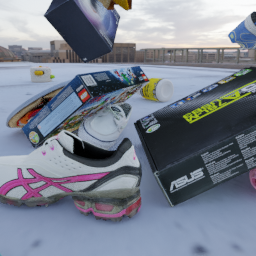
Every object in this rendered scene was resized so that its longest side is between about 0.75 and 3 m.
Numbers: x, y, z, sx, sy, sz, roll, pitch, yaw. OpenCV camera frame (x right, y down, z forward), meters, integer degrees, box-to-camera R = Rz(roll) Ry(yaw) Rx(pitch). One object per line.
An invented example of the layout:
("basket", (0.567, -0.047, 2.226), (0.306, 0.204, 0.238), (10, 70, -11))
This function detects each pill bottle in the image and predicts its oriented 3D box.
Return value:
("pill bottle", (1.070, -1.689, 12.089), (0.948, 0.948, 1.686), (-12, 18, -35))

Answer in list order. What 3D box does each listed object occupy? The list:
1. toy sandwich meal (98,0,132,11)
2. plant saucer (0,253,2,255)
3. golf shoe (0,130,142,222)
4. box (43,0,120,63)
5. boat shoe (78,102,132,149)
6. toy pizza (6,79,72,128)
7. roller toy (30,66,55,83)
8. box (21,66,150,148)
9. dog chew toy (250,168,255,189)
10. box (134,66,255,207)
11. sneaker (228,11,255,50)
("toy sandwich meal", (-0.080, -1.786, 2.826), (0.441, 1.288, 1.288), (0, 15, -11))
("plant saucer", (-1.661, 1.441, 2.480), (1.082, 0.148, 1.082), (0, 15, 0))
("golf shoe", (-0.988, 0.525, 3.961), (2.441, 1.124, 0.886), (3, 16, 13))
("box", (-1.351, -3.620, 9.100), (1.255, 2.036, 2.020), (-15, 48, 29))
("boat shoe", (-0.457, -0.209, 6.605), (0.865, 0.785, 2.351), (32, 18, 0))
("toy pizza", (-1.919, -0.532, 7.290), (2.486, 0.394, 2.486), (-30, -1, -1))
("roller toy", (-5.832, -3.627, 18.731), (1.390, 1.065, 1.523), (11, 19, 35))
("box", (-0.876, -0.638, 6.989), (2.042, 0.563, 2.989), (-36, -3, 30))
("dog chew toy", (2.427, 0.631, 4.238), (1.346, 0.838, 0.838), (-14, 20, -20))
("box", (1.659, -0.148, 5.073), (2.977, 0.707, 2.875), (-26, 13, 4))
("sneaker", (3.696, -2.788, 8.357), (0.899, 0.884, 2.335), (-28, -16, 35))
